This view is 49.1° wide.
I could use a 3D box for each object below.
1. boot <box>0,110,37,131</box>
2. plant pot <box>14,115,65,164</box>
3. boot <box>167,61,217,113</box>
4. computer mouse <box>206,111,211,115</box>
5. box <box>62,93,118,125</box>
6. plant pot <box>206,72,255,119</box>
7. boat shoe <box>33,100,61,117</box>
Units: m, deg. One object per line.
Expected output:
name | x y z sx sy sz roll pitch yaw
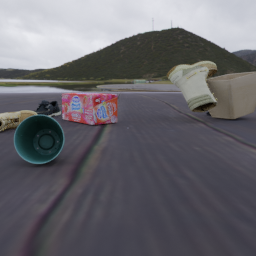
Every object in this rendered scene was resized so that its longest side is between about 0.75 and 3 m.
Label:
boot | -3.479 -0.202 8.296 1.449 0.527 1.126 -3 9 -8
plant pot | -1.492 0.217 4.935 0.816 0.816 0.655 -1 -6 -5
boot | 2.768 -1.525 10.372 2.381 1.841 0.858 -14 -24 -33
computer mouse | 4.010 -0.669 12.058 0.803 0.263 1.143 -8 14 -39
box | -1.415 -0.743 10.096 1.066 1.021 2.139 -8 12 -40
plant pot | 4.008 -1.246 10.953 1.740 1.540 1.738 -17 13 -24
boat shoe | -3.406 -0.815 11.639 0.782 0.694 2.093 3 9 16
